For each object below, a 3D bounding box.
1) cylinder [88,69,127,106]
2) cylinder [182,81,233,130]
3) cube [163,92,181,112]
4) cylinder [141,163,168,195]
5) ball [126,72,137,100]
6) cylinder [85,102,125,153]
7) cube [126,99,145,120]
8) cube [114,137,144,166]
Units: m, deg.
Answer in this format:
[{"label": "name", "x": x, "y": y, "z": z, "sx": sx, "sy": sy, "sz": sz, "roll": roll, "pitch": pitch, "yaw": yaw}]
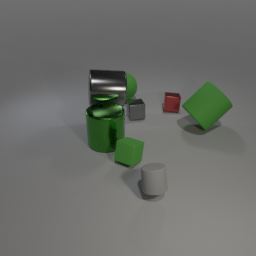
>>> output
[{"label": "cylinder", "x": -0.830, "y": -1.566, "z": 11.012, "sx": 1.400, "sy": 1.400, "sz": 1.400, "roll": 0, "pitch": 29, "yaw": -10}, {"label": "cylinder", "x": 3.116, "y": -0.868, "z": 11.077, "sx": 1.400, "sy": 1.400, "sz": 1.400, "roll": -44, "pitch": 31, "yaw": 10}, {"label": "cube", "x": 2.019, "y": -1.205, "z": 12.949, "sx": 0.700, "sy": 0.700, "sz": 0.700, "roll": 6, "pitch": 24, "yaw": 1}, {"label": "cylinder", "x": 0.728, "y": 1.402, "z": 7.766, "sx": 0.700, "sy": 0.700, "sz": 0.700, "roll": -6, "pitch": 10, "yaw": 1}, {"label": "ball", "x": -0.246, "y": -2.019, "z": 13.631, "sx": 1.400, "sy": 1.400, "sz": 1.400, "roll": 0, "pitch": 30, "yaw": 0}, {"label": "cylinder", "x": -0.817, "y": -0.045, "z": 10.315, "sx": 1.400, "sy": 1.400, "sz": 1.400, "roll": 0, "pitch": 30, "yaw": 0}, {"label": "cube", "x": 0.345, "y": -0.820, "z": 12.320, "sx": 0.700, "sy": 0.700, "sz": 0.700, "roll": -7, "pitch": 28, "yaw": -9}, {"label": "cube", "x": 0.047, "y": 0.769, "z": 9.387, "sx": 0.700, "sy": 0.700, "sz": 0.700, "roll": 16, "pitch": 17, "yaw": 28}]
